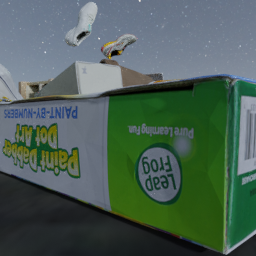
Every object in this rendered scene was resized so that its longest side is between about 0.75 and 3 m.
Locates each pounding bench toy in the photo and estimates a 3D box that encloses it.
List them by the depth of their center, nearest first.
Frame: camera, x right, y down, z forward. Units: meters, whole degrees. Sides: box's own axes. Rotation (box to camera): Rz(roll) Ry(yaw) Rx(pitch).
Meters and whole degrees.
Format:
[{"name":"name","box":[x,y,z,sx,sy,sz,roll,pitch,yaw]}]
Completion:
[{"name":"pounding bench toy","box":[-3.074,-0.894,10.255,2.128,1.695,2.728,2,3,36]}]

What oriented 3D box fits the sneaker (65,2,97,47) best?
[{"name":"sneaker","box":[-1.465,-3.558,9.762,0.764,1.727,0.650,29,-1,43]}]

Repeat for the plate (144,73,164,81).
[{"name":"plate","box":[0.627,-1.529,14.431,2.742,2.748,0.444,0,29,20]}]

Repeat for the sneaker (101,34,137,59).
[{"name":"sneaker","box":[-0.227,-2.452,8.542,1.145,0.470,0.446,-29,-19,-4]}]

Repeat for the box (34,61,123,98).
[{"name":"box","box":[-1.480,-0.802,7.877,1.363,1.116,2.870,-2,-9,-37]}]

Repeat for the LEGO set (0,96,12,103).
[{"name":"LEGO set","box":[-3.860,-0.657,6.033,2.694,1.561,2.072,0,2,10]}]

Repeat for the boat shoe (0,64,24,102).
[{"name":"boat shoe","box":[-3.432,-0.612,7.681,1.069,0.976,2.972,20,-26,3]}]

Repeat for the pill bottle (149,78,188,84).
[{"name":"pill bottle","box":[1.440,-0.827,9.446,2.864,1.590,1.590,2,3,35]}]

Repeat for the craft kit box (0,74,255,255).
[{"name":"craft kit box","box":[0.281,0.028,2.344,2.393,0.580,2.363,-2,6,-43]}]

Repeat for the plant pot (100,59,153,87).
[{"name":"plant pot","box":[-0.151,-1.675,13.105,2.437,2.795,2.795,3,1,-21]}]
